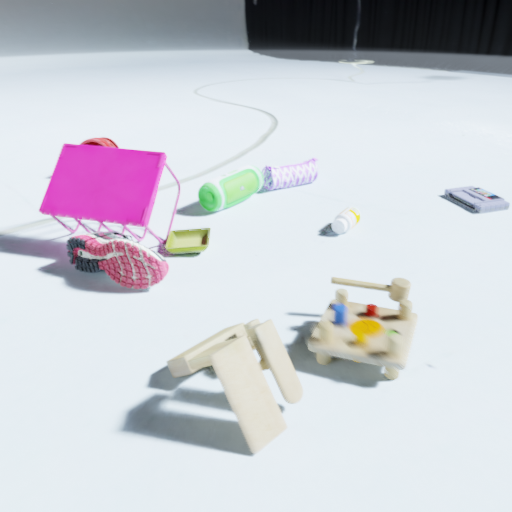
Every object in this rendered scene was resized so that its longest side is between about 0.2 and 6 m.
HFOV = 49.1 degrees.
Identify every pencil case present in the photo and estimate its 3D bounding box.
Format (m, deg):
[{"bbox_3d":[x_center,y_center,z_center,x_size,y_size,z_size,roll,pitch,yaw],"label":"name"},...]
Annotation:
[{"bbox_3d":[0.902,-2.237,15.197,1.635,0.699,0.686,-14,34,-28],"label":"pencil case"}]

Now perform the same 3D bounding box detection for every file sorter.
[{"bbox_3d":[-2.958,-1.223,11.806,2.312,1.450,1.606,8,70,14],"label":"file sorter"}]

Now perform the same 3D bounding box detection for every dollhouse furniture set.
[{"bbox_3d":[-0.234,1.703,7.562,1.484,1.272,1.561,-25,1,-42],"label":"dollhouse furniture set"}]

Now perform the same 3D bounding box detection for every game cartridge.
[{"bbox_3d":[5.552,-1.448,14.114,0.920,0.272,1.419,-13,28,-16],"label":"game cartridge"}]

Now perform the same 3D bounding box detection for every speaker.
[{"bbox_3d":[-0.609,-1.691,13.907,0.790,0.790,1.787,19,34,34],"label":"speaker"}]

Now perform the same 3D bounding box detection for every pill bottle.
[{"bbox_3d":[1.993,-0.777,12.487,0.437,0.437,0.787,15,30,29],"label":"pill bottle"}]

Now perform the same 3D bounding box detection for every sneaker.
[{"bbox_3d":[-2.524,-0.072,10.489,2.302,0.928,0.860,16,28,31],"label":"sneaker"}]

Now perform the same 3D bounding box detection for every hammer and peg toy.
[{"bbox_3d":[1.681,0.999,8.542,1.441,0.691,1.959,8,28,19],"label":"hammer and peg toy"}]

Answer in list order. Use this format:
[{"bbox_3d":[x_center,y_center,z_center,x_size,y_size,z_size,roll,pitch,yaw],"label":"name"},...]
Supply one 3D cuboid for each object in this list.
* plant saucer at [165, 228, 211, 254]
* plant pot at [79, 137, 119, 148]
[{"bbox_3d":[-1.388,-0.284,11.630,0.882,0.211,0.883,-4,27,1],"label":"plant saucer"},{"bbox_3d":[-4.466,-2.865,16.055,1.113,1.113,1.014,4,21,9],"label":"plant pot"}]
